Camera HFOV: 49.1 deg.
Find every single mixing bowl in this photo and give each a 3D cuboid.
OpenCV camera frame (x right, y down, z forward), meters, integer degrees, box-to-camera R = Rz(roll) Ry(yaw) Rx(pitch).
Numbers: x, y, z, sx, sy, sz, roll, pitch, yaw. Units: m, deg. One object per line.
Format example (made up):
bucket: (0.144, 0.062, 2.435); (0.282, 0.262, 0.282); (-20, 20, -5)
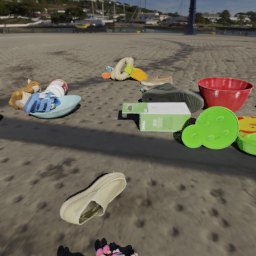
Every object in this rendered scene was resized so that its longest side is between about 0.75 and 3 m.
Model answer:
mixing bowl: (4.004, -1.305, 11.802); (2.212, 1.198, 2.212); (0, 23, 0)

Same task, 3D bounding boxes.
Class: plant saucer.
plant saucer: (-2.895, -0.796, 11.350); (2.129, 0.410, 2.129); (-11, 23, 5)

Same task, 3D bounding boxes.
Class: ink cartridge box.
ink cartridge box: (1.004, -0.430, 10.371); (2.412, 0.715, 1.252); (1, 23, 1)

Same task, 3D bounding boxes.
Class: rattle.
rattle: (-0.226, -3.293, 17.118); (1.647, 1.501, 2.306); (6, -19, -42)

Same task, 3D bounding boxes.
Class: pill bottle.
pill bottle: (-3.382, -1.723, 13.219); (0.839, 0.839, 1.532); (-1, 24, -2)

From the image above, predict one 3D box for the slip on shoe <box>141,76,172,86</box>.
slip on shoe: (1.632, -2.710, 15.884); (1.769, 0.536, 0.673); (5, 24, 13)

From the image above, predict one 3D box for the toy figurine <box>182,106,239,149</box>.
toy figurine: (2.607, -0.043, 9.410); (1.777, 1.334, 1.635); (-23, 6, 9)

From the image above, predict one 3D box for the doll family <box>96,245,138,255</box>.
doll family: (-0.375, 2.393, 4.159); (0.942, 0.684, 1.518); (10, 7, 38)

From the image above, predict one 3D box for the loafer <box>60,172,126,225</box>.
loafer: (-0.625, 1.549, 6.006); (1.647, 0.623, 0.562); (-30, 42, -30)

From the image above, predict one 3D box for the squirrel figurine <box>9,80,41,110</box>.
squirrel figurine: (-4.426, -1.453, 12.109); (1.423, 1.007, 1.328); (-15, 43, 40)

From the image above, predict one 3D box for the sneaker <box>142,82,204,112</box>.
sneaker: (2.095, -1.417, 12.278); (2.666, 1.019, 1.527); (7, 30, 30)

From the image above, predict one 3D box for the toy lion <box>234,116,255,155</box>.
toy lion: (4.249, 0.190, 9.015); (2.476, 0.887, 2.583); (6, 23, 32)

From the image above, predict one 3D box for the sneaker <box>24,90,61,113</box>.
sneaker: (-3.414, -1.015, 11.274); (0.767, 0.690, 1.865); (35, 31, 5)

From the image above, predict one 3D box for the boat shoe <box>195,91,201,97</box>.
boat shoe: (3.370, -1.655, 13.730); (0.952, 0.311, 0.350); (3, 24, 7)

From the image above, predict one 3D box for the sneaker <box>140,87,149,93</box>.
sneaker: (0.838, -1.936, 14.433); (0.303, 0.270, 0.757); (-12, 27, -35)
